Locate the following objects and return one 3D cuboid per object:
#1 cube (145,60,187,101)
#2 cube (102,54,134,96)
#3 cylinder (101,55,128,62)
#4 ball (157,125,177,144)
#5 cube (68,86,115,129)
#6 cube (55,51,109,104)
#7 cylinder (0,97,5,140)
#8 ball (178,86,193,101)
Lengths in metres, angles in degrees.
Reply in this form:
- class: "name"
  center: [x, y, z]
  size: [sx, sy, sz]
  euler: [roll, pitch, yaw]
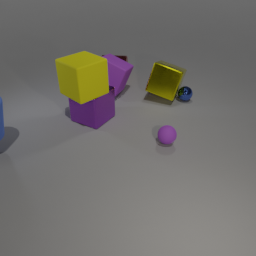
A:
- class: "cube"
  center: [1.827, -2.299, 13.381]
  size: [1.400, 1.400, 1.400]
  euler: [23, 23, 10]
- class: "cube"
  center: [-0.763, -2.609, 13.634]
  size: [1.400, 1.400, 1.400]
  euler: [28, 27, 4]
- class: "cylinder"
  center: [-0.759, -3.303, 15.498]
  size: [1.400, 1.400, 1.400]
  euler: [3, 32, 5]
- class: "ball"
  center: [1.434, 0.245, 10.273]
  size: [0.700, 0.700, 0.700]
  euler: [0, 32, 0]
- class: "cube"
  center: [-1.501, -1.017, 11.821]
  size: [1.400, 1.400, 1.400]
  euler: [18, 36, 26]
- class: "cube"
  center: [-1.712, -1.951, 10.635]
  size: [1.400, 1.400, 1.400]
  euler: [-29, 42, -36]
- class: "cylinder"
  center: [-4.915, -0.326, 9.337]
  size: [1.400, 1.400, 1.400]
  euler: [8, 31, -5]
- class: "ball"
  center: [2.746, -1.656, 13.441]
  size: [0.700, 0.700, 0.700]
  euler: [0, 32, 0]
